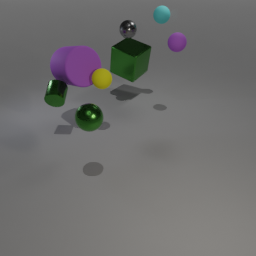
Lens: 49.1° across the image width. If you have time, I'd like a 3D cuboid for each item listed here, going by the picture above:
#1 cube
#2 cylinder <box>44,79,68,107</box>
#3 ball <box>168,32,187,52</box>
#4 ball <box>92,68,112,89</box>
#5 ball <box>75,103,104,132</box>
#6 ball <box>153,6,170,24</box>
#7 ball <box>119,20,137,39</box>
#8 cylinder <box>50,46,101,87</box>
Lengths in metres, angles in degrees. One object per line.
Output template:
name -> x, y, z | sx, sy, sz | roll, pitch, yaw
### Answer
cube -> 0.112, -3.315, 13.537 | 1.400, 1.400, 1.400 | 28, 47, 20
cylinder -> -2.496, -1.203, 9.751 | 0.700, 0.700, 0.700 | 2, 56, 3
ball -> 1.823, -3.177, 10.390 | 0.700, 0.700, 0.700 | 0, 29, 0
ball -> -0.893, -1.683, 9.591 | 0.700, 0.700, 0.700 | 0, 29, 0
ball -> -0.952, -0.259, 6.874 | 0.700, 0.700, 0.700 | 0, 29, 0
ball -> 1.394, -4.677, 11.578 | 0.700, 0.700, 0.700 | 0, 29, 0
ball -> 0.002, -3.930, 11.157 | 0.700, 0.700, 0.700 | 0, 29, 0
cylinder -> -1.893, -2.226, 10.093 | 1.400, 1.400, 1.400 | -20, 23, -32
